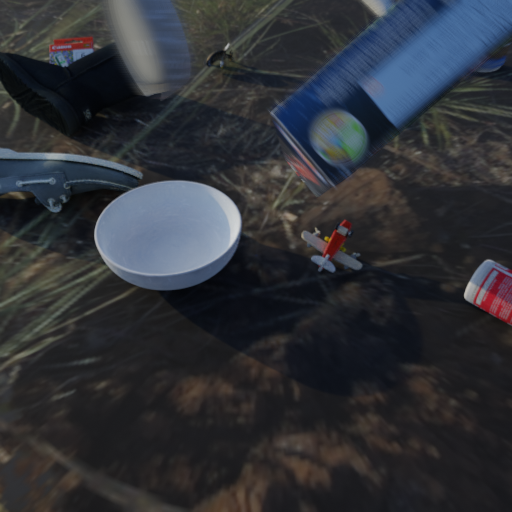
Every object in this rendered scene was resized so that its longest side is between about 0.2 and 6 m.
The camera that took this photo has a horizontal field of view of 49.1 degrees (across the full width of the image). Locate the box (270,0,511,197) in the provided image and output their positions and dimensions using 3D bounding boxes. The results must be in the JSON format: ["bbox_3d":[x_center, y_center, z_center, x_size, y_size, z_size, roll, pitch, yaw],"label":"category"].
[{"bbox_3d":[1.493,-1.775,5.831,2.691,3.940,0.743,-41,91,7],"label":"box"}]

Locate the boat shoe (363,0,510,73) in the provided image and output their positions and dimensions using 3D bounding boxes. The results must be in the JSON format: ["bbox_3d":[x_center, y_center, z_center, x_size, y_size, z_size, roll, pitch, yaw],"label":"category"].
[{"bbox_3d":[2.319,-3.967,7.987,3.390,1.227,1.225,39,47,8],"label":"boat shoe"}]

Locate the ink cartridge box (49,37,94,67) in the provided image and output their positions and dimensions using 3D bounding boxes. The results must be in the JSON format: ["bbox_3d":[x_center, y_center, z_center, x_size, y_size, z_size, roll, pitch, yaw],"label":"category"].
[{"bbox_3d":[-3.960,-4.248,12.123,0.924,0.427,1.696,-8,64,-8],"label":"ink cartridge box"}]

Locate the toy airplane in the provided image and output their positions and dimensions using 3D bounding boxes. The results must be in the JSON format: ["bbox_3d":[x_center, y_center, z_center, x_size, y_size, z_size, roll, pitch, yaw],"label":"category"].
[{"bbox_3d":[1.110,-0.084,8.187,0.754,0.535,0.758,-14,81,0],"label":"toy airplane"}]

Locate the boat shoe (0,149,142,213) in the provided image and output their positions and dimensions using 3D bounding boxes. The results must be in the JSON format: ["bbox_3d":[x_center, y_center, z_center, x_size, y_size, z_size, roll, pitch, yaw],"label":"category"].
[{"bbox_3d":[-3.390,-1.167,9.169,2.994,1.090,0.925,4,87,-5],"label":"boat shoe"}]

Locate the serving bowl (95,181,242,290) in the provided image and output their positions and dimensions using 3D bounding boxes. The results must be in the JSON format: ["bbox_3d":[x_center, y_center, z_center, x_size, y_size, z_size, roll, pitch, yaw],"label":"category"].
[{"bbox_3d":[-1.237,-0.215,8.124,2.059,0.677,2.059,0,44,0],"label":"serving bowl"}]

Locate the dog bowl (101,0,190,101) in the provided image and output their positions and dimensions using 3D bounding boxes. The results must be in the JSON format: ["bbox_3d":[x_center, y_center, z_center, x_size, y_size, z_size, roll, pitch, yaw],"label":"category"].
[{"bbox_3d":[-0.959,-1.938,4.898,0.338,1.154,1.154,-29,51,-15],"label":"dog bowl"}]

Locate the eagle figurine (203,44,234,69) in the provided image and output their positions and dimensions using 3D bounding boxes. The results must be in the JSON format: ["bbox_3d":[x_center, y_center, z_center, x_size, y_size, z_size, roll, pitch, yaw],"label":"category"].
[{"bbox_3d":[-0.854,-4.512,12.757,0.667,0.506,0.503,-4,64,-11],"label":"eagle figurine"}]

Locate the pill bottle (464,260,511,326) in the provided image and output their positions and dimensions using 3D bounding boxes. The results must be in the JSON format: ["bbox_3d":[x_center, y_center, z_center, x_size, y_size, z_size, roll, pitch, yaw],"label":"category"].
[{"bbox_3d":[3.397,0.579,7.332,1.139,0.639,0.639,33,53,30],"label":"pill bottle"}]

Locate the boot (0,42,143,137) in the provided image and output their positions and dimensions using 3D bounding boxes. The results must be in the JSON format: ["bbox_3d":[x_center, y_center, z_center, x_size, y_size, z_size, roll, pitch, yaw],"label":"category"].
[{"bbox_3d":[-3.678,-3.677,11.401,2.691,1.028,2.261,35,58,22],"label":"boot"}]
